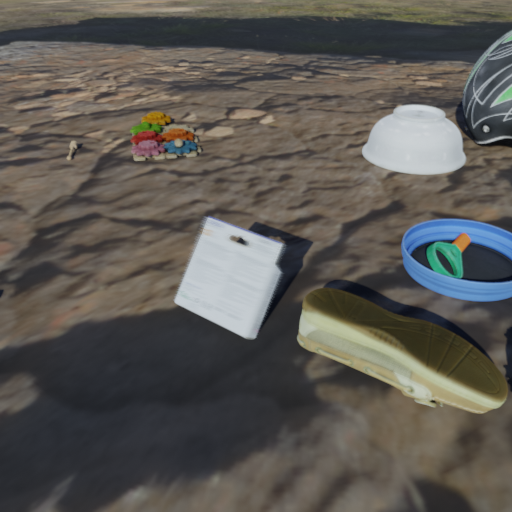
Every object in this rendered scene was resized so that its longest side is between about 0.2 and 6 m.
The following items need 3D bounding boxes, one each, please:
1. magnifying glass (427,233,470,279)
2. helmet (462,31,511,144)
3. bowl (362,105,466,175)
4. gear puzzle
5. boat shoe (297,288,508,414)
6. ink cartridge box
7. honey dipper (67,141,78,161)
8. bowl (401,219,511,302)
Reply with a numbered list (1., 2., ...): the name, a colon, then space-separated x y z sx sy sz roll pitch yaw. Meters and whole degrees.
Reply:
1. magnifying glass: 3.124 -0.047 8.892 0.657 0.185 1.652 53 36 5
2. helmet: 6.576 -3.905 13.223 3.029 3.177 3.177 25 35 7
3. bowl: 3.723 -2.827 13.028 2.396 1.077 2.396 0 32 0
4. gear puzzle: -2.378 -3.204 14.273 1.645 0.416 3.175 -6 31 -10
5. boat shoe: 1.660 1.229 6.744 2.533 0.797 0.924 22 32 22
6. ink cartridge box: -0.350 0.278 7.715 1.322 1.347 0.292 22 -1 32
7. honey dipper: -4.397 -2.501 13.362 0.174 0.174 0.918 -4 33 -7
8. bowl: 3.324 0.041 8.886 2.022 0.397 2.022 0 31 0
